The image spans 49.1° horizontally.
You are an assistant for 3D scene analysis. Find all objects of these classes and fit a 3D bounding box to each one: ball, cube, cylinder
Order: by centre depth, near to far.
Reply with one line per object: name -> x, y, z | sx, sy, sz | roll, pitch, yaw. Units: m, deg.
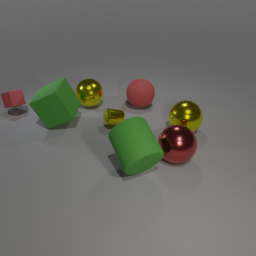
cylinder -> 0.252, 0.583, 9.145 | 1.400, 1.400, 1.400 | -15, 62, -23
ball -> 1.747, 0.574, 9.966 | 1.400, 1.400, 1.400 | 0, 31, 0
ball -> 2.395, -0.452, 11.638 | 1.400, 1.400, 1.400 | 0, 31, 0
cube -> -3.086, -1.066, 12.088 | 1.400, 1.400, 1.400 | -20, 31, 18
cylinder -> -0.609, -0.478, 12.120 | 0.700, 0.700, 0.700 | 4, 25, -32
cube -> -5.302, -1.348, 12.955 | 0.700, 0.700, 0.700 | -7, 10, 36
ball -> 0.617, -1.714, 13.708 | 1.400, 1.400, 1.400 | 0, 31, 0
ball -> -1.902, -1.731, 13.769 | 1.400, 1.400, 1.400 | 0, 31, 0
